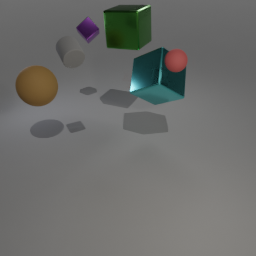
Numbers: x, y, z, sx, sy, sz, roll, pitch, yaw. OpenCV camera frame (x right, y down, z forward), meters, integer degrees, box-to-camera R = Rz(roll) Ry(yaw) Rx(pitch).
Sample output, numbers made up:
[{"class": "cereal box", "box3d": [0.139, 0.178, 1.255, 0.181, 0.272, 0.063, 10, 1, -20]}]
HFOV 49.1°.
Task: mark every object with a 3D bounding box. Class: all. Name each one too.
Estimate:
[{"class": "cube", "box3d": [-1.715, -4.197, 12.055, 0.700, 0.700, 0.700, -43, 6, -1]}, {"class": "cube", "box3d": [0.026, -3.940, 10.899, 1.400, 1.400, 1.400, 10, 34, 22]}, {"class": "cube", "box3d": [1.088, -1.783, 9.993, 1.400, 1.400, 1.400, 19, -20, -41]}, {"class": "cylinder", "box3d": [-1.749, -2.299, 8.499, 0.700, 0.700, 0.700, -15, 57, -24]}, {"class": "ball", "box3d": [1.479, -2.076, 8.617, 0.700, 0.700, 0.700, 0, 30, 0]}, {"class": "ball", "box3d": [-3.125, -1.443, 9.642, 1.400, 1.400, 1.400, 0, 30, 0]}]
